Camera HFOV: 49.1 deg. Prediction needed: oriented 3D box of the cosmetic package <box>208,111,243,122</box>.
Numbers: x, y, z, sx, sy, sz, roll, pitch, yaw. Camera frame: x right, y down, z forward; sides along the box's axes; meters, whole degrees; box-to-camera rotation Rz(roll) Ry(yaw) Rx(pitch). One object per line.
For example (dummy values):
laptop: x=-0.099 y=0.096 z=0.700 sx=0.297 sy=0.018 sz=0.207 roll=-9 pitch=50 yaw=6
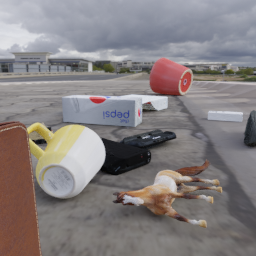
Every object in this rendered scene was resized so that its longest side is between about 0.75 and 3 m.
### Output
cosmetic package: x=3.917 y=-0.485 z=11.286 sx=1.309 sy=0.331 sz=0.540 roll=5 pitch=14 yaw=21

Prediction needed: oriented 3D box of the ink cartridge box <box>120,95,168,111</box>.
ink cartridge box: x=0.378 y=-1.178 z=13.938 sx=2.230 sy=0.659 sz=2.786 roll=9 pitch=17 yaw=33

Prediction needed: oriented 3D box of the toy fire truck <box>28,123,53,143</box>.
toy fire truck: x=-2.589 y=0.133 z=8.050 sx=0.787 sy=0.576 sz=0.895 roll=-5 pitch=2 yaw=-19

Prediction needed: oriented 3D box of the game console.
game console: x=0.169 y=0.445 z=6.907 sx=2.945 sy=0.355 sz=1.737 roll=-13 pitch=18 yaw=-43

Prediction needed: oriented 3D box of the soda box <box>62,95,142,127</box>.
soda box: x=-0.985 y=-0.692 z=10.623 sx=2.966 sy=1.012 sz=0.941 roll=5 pitch=13 yaw=18

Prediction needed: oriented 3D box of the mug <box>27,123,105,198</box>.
mug: x=-1.124 y=0.590 z=4.689 sx=1.312 sy=1.050 sz=1.077 roll=11 pitch=21 yaw=3

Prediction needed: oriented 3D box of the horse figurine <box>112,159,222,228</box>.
horse figurine: x=0.726 y=0.933 z=4.249 sx=1.209 sy=0.455 sz=1.825 roll=3 pitch=14 yaw=27

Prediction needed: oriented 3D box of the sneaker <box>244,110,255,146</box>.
sneaker: x=3.932 y=-0.013 z=7.957 sx=1.065 sy=0.891 sz=2.347 roll=16 pitch=21 yaw=25

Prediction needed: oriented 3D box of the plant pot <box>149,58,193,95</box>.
plant pot: x=3.485 y=-3.866 z=21.984 sx=2.540 sy=2.870 sz=2.870 roll=24 pitch=24 yaw=36

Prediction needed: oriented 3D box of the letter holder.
letter holder: x=-1.425 y=0.884 z=1.615 sx=1.175 sy=1.660 sz=2.336 roll=-1 pitch=12 yaw=-3
